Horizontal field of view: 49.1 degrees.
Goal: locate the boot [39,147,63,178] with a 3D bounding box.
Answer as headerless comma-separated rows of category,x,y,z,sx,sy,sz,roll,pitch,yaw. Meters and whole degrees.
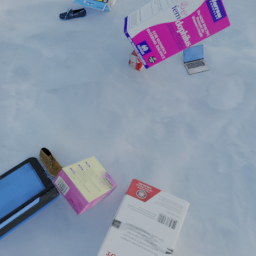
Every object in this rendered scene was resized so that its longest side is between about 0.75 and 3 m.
boot,-2.176,1.002,8.005,1.101,0.415,0.405,43,53,18

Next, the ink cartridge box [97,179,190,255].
ink cartridge box,0.382,2.577,6.854,1.560,0.881,2.126,22,63,12

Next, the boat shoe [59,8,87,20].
boat shoe,-2.233,-4.636,11.230,1.096,0.376,0.461,-16,62,-9

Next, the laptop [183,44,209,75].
laptop,2.417,-2.427,9.924,0.778,0.482,0.831,-14,61,-7

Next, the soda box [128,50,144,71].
soda box,0.521,-2.631,9.771,0.494,0.545,1.556,23,47,7

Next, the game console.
game console,-3.047,1.798,7.110,2.234,1.907,1.322,-35,93,-18

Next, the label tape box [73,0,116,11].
label tape box,-1.251,-5.356,11.521,1.315,0.607,1.836,17,64,10

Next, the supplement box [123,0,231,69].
supplement box,1.219,-2.816,7.379,2.419,1.224,1.250,-25,35,19

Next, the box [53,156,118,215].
box,-1.072,1.437,7.205,1.073,0.590,1.220,47,31,16
